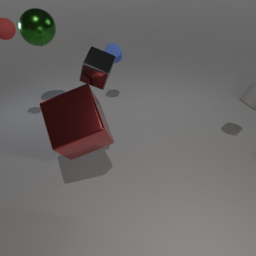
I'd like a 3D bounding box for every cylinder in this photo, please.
[{"bbox_3d":[-0.631,-3.317,12.445,0.700,0.700,0.700,3,-2,5],"label":"cylinder"},{"bbox_3d":[4.442,-1.096,9.898,0.700,0.700,0.700,34,14,-10],"label":"cylinder"}]

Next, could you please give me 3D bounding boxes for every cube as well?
[{"bbox_3d":[-0.812,-1.578,7.428,0.700,0.700,0.700,21,57,-6],"label":"cube"},{"bbox_3d":[-1.361,-0.112,7.729,1.400,1.400,1.400,-22,72,1],"label":"cube"}]

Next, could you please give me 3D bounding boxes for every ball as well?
[{"bbox_3d":[-4.083,-3.271,9.252,0.700,0.700,0.700,0,31,0],"label":"ball"},{"bbox_3d":[-3.540,-3.931,10.958,1.400,1.400,1.400,0,31,0],"label":"ball"}]
